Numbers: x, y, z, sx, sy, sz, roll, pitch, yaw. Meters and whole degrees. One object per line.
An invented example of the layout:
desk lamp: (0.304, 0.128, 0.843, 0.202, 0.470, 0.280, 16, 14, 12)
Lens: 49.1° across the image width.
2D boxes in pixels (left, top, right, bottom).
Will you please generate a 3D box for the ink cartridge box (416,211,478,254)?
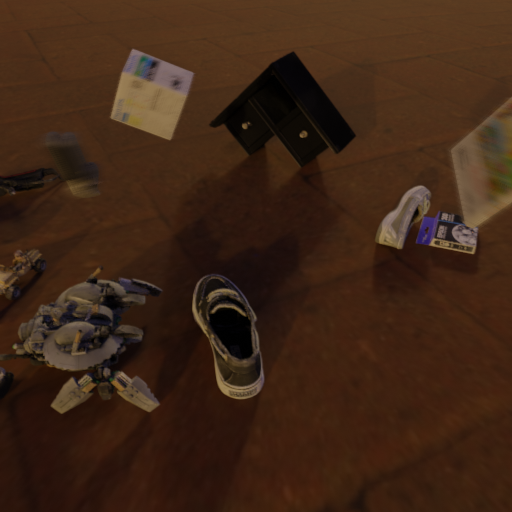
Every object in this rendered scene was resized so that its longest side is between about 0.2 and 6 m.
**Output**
ink cartridge box: (3.922, -0.515, 11.439, 1.127, 0.245, 1.116, 11, 37, 18)

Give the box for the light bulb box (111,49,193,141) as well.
light bulb box: (-1.496, -2.289, 8.028, 0.913, 0.905, 0.570, 19, 51, -14)

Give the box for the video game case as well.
video game case: (3.589, -1.409, 8.444, 0.178, 1.412, 1.552, 15, 57, -20)

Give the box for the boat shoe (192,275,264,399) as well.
boat shoe: (-0.420, 0.975, 8.771, 0.931, 0.838, 2.634, -10, 36, -14)

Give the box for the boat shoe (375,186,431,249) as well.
boat shoe: (3.127, -0.778, 11.466, 0.612, 0.704, 1.910, 29, 48, 26)

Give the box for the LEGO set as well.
LEGO set: (-3.108, 0.834, 8.622, 4.397, 1.246, 2.856, 15, 38, 20)

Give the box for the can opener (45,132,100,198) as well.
can opener: (-2.901, -1.498, 9.019, 0.465, 1.743, 0.583, 2, 64, -1)

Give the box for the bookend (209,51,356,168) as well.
bookend: (0.624, -3.207, 14.166, 2.605, 2.589, 1.200, -31, 11, 43)

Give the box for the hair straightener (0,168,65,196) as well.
hair straightener: (-5.539, -1.534, 12.808, 2.429, 0.497, 0.935, -15, 38, -27)
